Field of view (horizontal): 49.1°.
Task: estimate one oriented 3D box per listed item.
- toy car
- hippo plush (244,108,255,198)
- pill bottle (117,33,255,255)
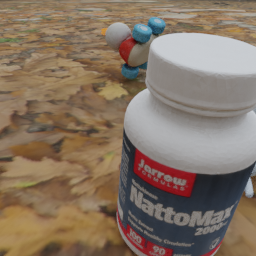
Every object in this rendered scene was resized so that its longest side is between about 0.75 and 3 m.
[{"bbox_3d":[-0.023,-3.140,9.853,1.983,1.827,1.754,36,48,14],"label":"toy car"},{"bbox_3d":[1.894,0.355,5.326,1.556,1.935,1.541,1,-20,41],"label":"hippo plush"},{"bbox_3d":[0.707,0.326,3.528,1.605,2.684,1.605,3,34,-2],"label":"pill bottle"}]
